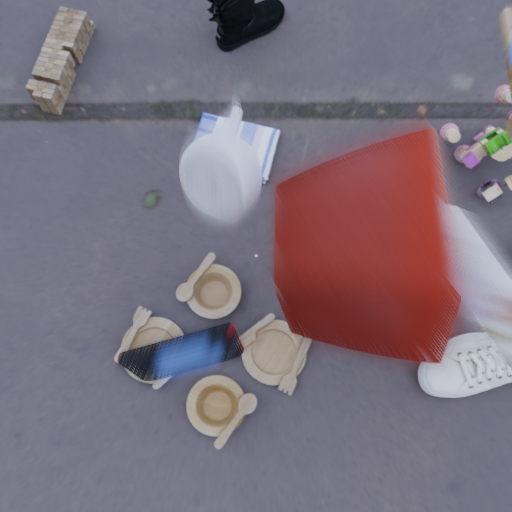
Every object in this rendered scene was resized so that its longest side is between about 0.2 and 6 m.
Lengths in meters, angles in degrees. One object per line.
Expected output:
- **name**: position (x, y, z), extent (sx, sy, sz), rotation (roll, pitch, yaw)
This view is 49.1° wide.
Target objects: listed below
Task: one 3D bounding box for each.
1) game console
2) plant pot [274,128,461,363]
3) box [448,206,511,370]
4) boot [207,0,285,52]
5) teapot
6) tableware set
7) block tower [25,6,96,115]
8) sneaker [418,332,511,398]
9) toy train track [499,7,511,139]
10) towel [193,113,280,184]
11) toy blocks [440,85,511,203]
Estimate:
- **game console**: position (-1.002, 1.396, 7.940), extent (1.608, 1.422, 0.250), rotation (-16, 70, -2)
- **plant pot**: position (1.275, 0.023, 6.985), extent (1.933, 2.192, 2.194), rotation (-4, 62, 10)
- **box**: position (2.783, 0.505, 6.557), extent (0.470, 0.504, 2.430), rotation (-41, 69, 31)
- **boot**: position (-0.154, -4.981, 11.110), extent (1.809, 1.482, 0.669), rotation (-35, 75, -11)
- **teapot**: position (-0.368, -1.115, 7.434), extent (1.180, 1.196, 0.873), rotation (50, 44, -6)
- **tableware set**: position (-0.733, 1.607, 9.651), extent (3.012, 0.349, 2.516), rotation (39, 77, 11)
- **block tower**: position (-3.919, -3.973, 11.256), extent (0.588, 0.629, 2.176), rotation (13, 72, 4)
- **sneaker**: position (4.039, 1.621, 9.242), extent (2.717, 1.150, 0.989), rotation (-17, 75, -4)
- **toy train track**: position (3.742, -2.333, 7.792), extent (0.356, 1.255, 2.189), rotation (-10, 93, 12)
- **towel**: position (-0.426, -2.127, 10.897), extent (1.644, 0.196, 1.207), rotation (15, 73, 5)
- **toy blocks**: position (4.447, -2.146, 10.525), extent (1.504, 1.354, 1.609), rotation (-35, 100, 19)
